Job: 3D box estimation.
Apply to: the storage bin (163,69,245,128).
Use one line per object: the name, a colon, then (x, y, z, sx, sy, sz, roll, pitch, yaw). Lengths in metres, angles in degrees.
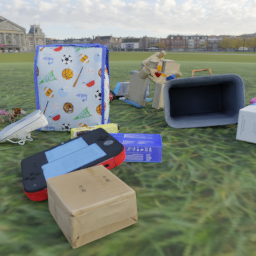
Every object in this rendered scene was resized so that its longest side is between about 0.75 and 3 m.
storage bin: (2.594, -1.127, 10.323, 2.702, 1.967, 1.815, -5, 7, 3)

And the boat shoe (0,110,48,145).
boat shoe: (-3.095, 0.143, 8.254, 1.657, 0.706, 0.612, -30, 24, 1)

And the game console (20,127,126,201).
game console: (-1.225, 0.641, 6.000, 2.088, 0.324, 1.847, -23, 27, -16)

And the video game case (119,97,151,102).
video game case: (0.363, -1.475, 14.415, 1.367, 0.122, 0.978, 13, 21, 38)

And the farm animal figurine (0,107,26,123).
farm animal figurine: (-4.390, -0.422, 10.328, 1.025, 0.535, 1.014, -9, 5, -5)

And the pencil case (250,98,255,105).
pencil case: (5.852, -1.048, 12.425, 0.514, 0.498, 1.097, 14, 19, -2)

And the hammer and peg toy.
hammer and peg toy: (1.385, -2.417, 12.969, 0.887, 1.851, 2.517, -34, 7, 43)

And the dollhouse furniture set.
dollhouse furniture set: (1.170, -2.080, 12.851, 1.566, 2.266, 2.400, -7, 22, -43)

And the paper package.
paper package: (-0.620, 1.203, 4.605, 1.162, 0.631, 1.219, -10, 19, -31)

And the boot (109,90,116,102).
boot: (-1.890, -1.651, 13.815, 2.414, 0.874, 1.741, 14, 20, 16)

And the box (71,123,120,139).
box: (-0.927, 0.211, 8.129, 1.396, 0.526, 0.350, -9, 17, -25)

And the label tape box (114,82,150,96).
label tape box: (-0.078, -2.164, 15.439, 2.279, 0.721, 1.644, -2, 11, -8)

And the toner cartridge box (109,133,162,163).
toner cartridge box: (-0.172, 0.486, 7.299, 2.076, 0.448, 0.986, 2, 16, 4)

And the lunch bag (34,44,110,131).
lunch bag: (-1.802, -1.396, 9.481, 2.377, 2.796, 1.731, 0, 17, 2)

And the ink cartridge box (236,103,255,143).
ink cartridge box: (4.652, -0.055, 8.169, 2.326, 0.979, 1.682, 14, 22, 39)
